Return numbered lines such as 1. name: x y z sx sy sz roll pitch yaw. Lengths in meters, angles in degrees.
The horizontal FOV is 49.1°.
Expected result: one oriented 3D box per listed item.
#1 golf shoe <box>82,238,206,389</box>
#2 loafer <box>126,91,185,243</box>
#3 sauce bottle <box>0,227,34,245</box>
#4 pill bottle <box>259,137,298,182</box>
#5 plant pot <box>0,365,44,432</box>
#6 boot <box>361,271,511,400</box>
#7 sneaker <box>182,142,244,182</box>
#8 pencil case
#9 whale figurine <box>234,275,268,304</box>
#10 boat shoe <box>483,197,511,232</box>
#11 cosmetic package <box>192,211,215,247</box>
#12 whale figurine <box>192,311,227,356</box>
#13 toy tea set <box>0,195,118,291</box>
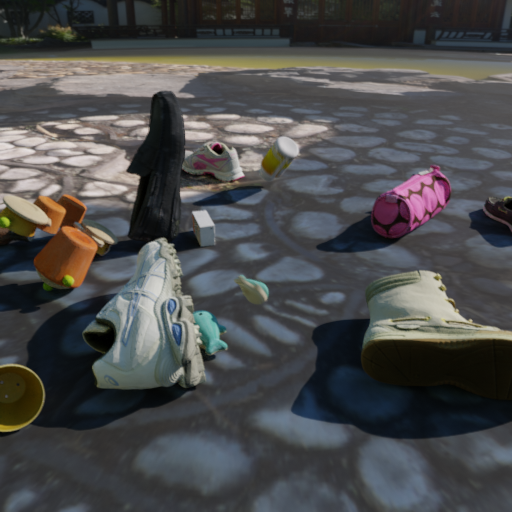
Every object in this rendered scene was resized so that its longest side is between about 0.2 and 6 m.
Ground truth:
1. golf shoe: -1.764 0.730 8.208 1.574 1.268 3.238 -11 27 -10
2. loafer: -2.033 -1.748 11.124 1.070 3.047 1.035 1 8 -25
3. sauce bottle: -5.365 -0.492 11.401 1.639 0.530 0.530 1 26 6
4. pill bottle: 0.536 -2.426 14.264 0.645 1.181 0.645 16 52 -22
5. plant pot: -3.027 1.677 6.845 0.788 0.788 0.560 -12 6 -23
6. boot: 2.822 1.003 7.897 2.613 0.942 2.021 3 26 10
7. sneaker: -1.270 -2.746 15.545 2.151 0.949 0.875 16 30 29
8. pencil case: 3.401 -1.212 12.244 1.042 1.076 2.296 26 36 28
9. whale figurine: -0.060 0.475 8.509 0.560 0.445 0.291 41 53 -8
10. boat shoe: 5.679 -0.982 12.355 0.680 0.574 1.907 -4 26 -9
11. cosmetic package: -1.101 -0.578 11.676 0.317 0.451 0.889 -8 26 -15
12. whale figurine: -0.745 1.111 8.209 0.683 0.446 0.859 -13 29 -25
13. toy tea set: -3.690 -0.259 10.445 1.831 1.140 3.079 34 8 -3
